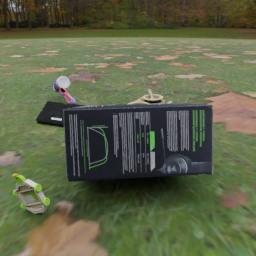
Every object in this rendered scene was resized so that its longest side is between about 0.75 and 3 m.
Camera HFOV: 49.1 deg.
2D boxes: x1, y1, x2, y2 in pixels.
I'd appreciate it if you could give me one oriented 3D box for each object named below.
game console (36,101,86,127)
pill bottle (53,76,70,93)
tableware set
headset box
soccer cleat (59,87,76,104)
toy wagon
[{"bbox_3d":[-2.096,-0.395,9.725,1.570,0.914,1.381,7,53,19],"label":"game console"},{"bbox_3d":[-2.838,-1.795,11.799,0.540,0.540,0.902,-15,-1,-32],"label":"pill bottle"},{"bbox_3d":[0.712,-1.025,10.872,1.443,0.437,2.183,11,24,28],"label":"tableware set"},{"bbox_3d":[0.227,0.132,6.058,2.840,1.318,2.473,-3,6,-5],"label":"headset box"},{"bbox_3d":[-2.430,-1.277,11.198,0.288,0.864,0.330,-41,-9,-12],"label":"soccer cleat"},{"bbox_3d":[-1.743,1.132,4.926,0.650,0.838,0.166,-18,15,31],"label":"toy wagon"}]
